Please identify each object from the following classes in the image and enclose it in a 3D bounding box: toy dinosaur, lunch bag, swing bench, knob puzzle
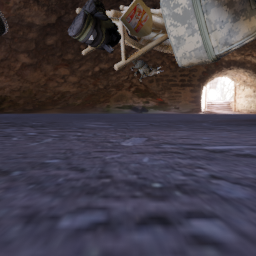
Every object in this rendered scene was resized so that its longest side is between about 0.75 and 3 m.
[{"bbox_3d":[0.576,-2.304,10.944,1.462,0.748,0.563,36,-26,18],"label":"toy dinosaur"},{"bbox_3d":[2.017,-2.287,5.334,1.948,1.618,2.323,-5,21,38],"label":"lunch bag"},{"bbox_3d":[0.030,-3.328,9.676,2.657,1.724,2.643,-19,31,-27],"label":"swing bench"},{"bbox_3d":[0.306,-2.986,7.841,1.074,1.074,0.149,-2,14,-32],"label":"knob puzzle"}]

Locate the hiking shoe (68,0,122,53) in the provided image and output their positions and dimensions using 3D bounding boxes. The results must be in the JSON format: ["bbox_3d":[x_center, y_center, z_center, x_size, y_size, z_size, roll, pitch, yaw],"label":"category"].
[{"bbox_3d":[-0.673,-2.226,6.287,1.046,0.787,2.077,36,30,-21],"label":"hiking shoe"}]

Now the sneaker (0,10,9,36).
[{"bbox_3d":[-4.003,-3.107,6.749,0.847,2.395,1.188,-9,41,25],"label":"sneaker"}]
